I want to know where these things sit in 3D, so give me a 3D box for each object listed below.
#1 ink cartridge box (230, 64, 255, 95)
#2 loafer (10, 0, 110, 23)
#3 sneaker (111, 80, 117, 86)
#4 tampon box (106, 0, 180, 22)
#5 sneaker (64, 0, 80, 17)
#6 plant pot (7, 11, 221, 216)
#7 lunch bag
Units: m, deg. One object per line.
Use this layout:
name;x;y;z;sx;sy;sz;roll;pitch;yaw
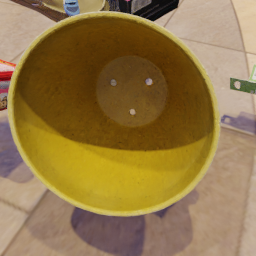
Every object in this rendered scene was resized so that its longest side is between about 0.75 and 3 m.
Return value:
ink cartridge box;3.466;-1.145;7.014;1.667;0.865;0.494;17;84;23
loafer;-1.893;-3.341;6.854;2.955;0.997;1.124;14;79;-6
sneaker;-0.302;-1.345;5.892;1.120;1.938;0.714;-46;63;6
tampon box;0.030;-4.311;7.687;1.934;1.629;2.581;-34;80;-8
sneaker;-1.198;-2.711;5.822;0.318;0.354;0.860;-10;75;-14
plant pot;-0.089;-0.329;4.362;2.703;2.703;1.918;8;22;8
lunch bag;-3.280;-1.069;5.884;2.356;0.965;2.075;18;18;14
